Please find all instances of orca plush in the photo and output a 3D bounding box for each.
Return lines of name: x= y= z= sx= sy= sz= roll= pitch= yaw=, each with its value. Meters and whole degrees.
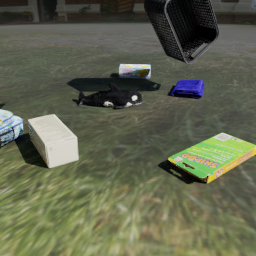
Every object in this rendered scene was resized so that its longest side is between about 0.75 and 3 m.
orca plush: x=-0.663 y=-1.316 z=10.295 sx=2.380 sy=0.846 sz=1.252 roll=6 pitch=26 yaw=13

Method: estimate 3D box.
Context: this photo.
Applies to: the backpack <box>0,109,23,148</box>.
backpack: x=-3.446 y=-0.039 z=7.606 sx=1.009 sy=0.810 sz=1.102 roll=15 pitch=25 yaw=22

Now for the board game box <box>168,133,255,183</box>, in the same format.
board game box: x=2.041 y=0.667 z=6.691 sx=2.162 sy=0.324 sz=1.033 roll=-16 pitch=28 yaw=-36

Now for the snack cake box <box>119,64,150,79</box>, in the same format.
snack cake box: x=0.344 y=-2.836 z=13.965 sx=1.532 sy=0.515 sz=0.881 roll=2 pitch=26 yaw=4

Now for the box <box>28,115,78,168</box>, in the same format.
box: x=-1.928 y=0.274 z=7.102 sx=0.793 sy=0.649 sz=1.670 roll=-14 pitch=28 yaw=-27

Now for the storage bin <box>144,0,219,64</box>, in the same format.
storage bin: x=2.073 y=-4.069 z=10.571 sx=1.877 sy=2.776 sz=1.302 roll=-43 pitch=43 yaw=-6

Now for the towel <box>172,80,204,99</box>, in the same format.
towel: x=2.527 y=-1.681 z=11.609 sx=1.204 sy=0.404 sz=1.630 roll=8 pitch=26 yaw=15
